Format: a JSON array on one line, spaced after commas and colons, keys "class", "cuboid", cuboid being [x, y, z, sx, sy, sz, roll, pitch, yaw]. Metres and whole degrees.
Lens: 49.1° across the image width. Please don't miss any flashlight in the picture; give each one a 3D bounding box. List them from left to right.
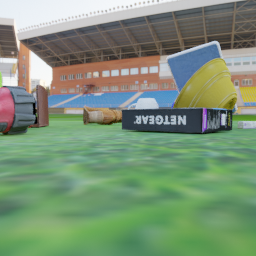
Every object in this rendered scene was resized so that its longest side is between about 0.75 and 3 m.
[{"class": "flashlight", "cuboid": [-2.777, -0.297, 4.227, 0.885, 0.889, 2.615, 4, 3, 43]}]

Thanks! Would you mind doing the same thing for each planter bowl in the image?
[{"class": "planter bowl", "cuboid": [2.345, -0.699, 7.878, 0.962, 2.309, 2.309, 43, 26, 29]}]

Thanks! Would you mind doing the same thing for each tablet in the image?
[{"class": "tablet", "cuboid": [2.423, -1.395, 9.115, 1.664, 2.557, 0.175, -13, 31, 26]}]

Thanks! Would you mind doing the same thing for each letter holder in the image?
[{"class": "letter holder", "cuboid": [-3.477, -0.771, 9.890, 1.041, 1.471, 2.070, 0, 2, -7]}]

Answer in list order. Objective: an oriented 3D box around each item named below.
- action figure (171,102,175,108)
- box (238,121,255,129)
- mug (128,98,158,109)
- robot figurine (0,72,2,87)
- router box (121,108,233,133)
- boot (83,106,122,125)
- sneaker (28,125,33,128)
[{"class": "action figure", "cuboid": [1.332, -0.376, 8.704, 0.806, 0.637, 2.464, -2, -7, -20]}, {"class": "box", "cuboid": [3.736, -0.094, 8.440, 1.077, 0.208, 0.223, -1, 2, -31]}, {"class": "mug", "cuboid": [0.440, -0.432, 8.390, 1.015, 0.890, 0.749, 1, 2, 24]}, {"class": "robot figurine", "cuboid": [-4.788, -0.922, 7.710, 2.608, 1.509, 2.288, -21, -29, 9]}, {"class": "router box", "cuboid": [1.078, -0.180, 6.233, 2.004, 0.512, 1.495, 2, 2, 40]}, {"class": "boot", "cuboid": [-1.198, -0.638, 13.806, 1.902, 0.939, 2.449, -1, 3, -19]}, {"class": "sneaker", "cuboid": [-3.264, -0.226, 7.523, 1.483, 0.524, 0.724, 1, -1, -26]}]
